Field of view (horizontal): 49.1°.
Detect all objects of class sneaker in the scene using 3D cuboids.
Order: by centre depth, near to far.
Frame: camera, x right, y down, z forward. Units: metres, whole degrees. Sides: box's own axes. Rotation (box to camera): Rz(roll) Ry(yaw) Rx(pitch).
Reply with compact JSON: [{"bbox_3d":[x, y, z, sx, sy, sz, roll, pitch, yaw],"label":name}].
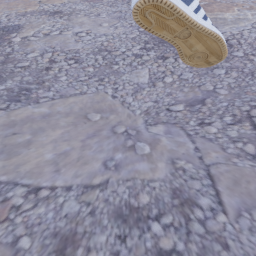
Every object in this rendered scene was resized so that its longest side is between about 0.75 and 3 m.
[{"bbox_3d":[0.797,-1.689,4.088,1.973,0.691,1.070,19,58,-43],"label":"sneaker"}]

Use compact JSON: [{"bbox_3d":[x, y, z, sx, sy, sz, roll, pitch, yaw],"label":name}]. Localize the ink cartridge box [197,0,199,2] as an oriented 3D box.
[{"bbox_3d":[1.312,-3.506,7.267,0.946,0.549,1.307,32,44,10],"label":"ink cartridge box"}]
